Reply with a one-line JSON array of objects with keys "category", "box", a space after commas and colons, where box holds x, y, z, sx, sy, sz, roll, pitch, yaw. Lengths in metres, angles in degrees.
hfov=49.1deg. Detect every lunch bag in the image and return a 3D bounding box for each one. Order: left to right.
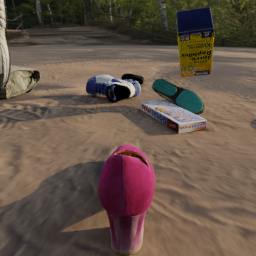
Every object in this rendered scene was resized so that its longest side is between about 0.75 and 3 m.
[{"category": "lunch bag", "box": [-5.193, -2.152, 12.500, 1.747, 1.252, 2.130, 11, 27, 27]}]

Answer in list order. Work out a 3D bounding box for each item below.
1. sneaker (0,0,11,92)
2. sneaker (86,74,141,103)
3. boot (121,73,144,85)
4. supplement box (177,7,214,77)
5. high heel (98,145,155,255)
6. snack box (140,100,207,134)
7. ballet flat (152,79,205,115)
[{"category": "sneaker", "box": [-3.710, -2.230, 7.449, 1.030, 2.597, 0.960, -10, 22, -28]}, {"category": "sneaker", "box": [-0.765, -1.639, 11.503, 2.341, 0.946, 1.352, 8, 19, 17]}, {"category": "boot", "box": [0.216, -2.564, 14.751, 1.287, 0.484, 0.963, 3, 20, 8]}, {"category": "supplement box", "box": [2.293, -2.869, 9.634, 1.108, 2.035, 1.114, -4, 57, 12]}, {"category": "high heel", "box": [-0.026, 0.537, 4.732, 0.992, 1.412, 2.945, 2, 20, 6]}, {"category": "snack box", "box": [1.362, -0.453, 9.103, 0.960, 0.324, 2.669, -7, 21, -20]}, {"category": "ballet flat", "box": [1.851, -1.071, 10.023, 2.284, 0.777, 0.768, 41, -2, 32]}]
